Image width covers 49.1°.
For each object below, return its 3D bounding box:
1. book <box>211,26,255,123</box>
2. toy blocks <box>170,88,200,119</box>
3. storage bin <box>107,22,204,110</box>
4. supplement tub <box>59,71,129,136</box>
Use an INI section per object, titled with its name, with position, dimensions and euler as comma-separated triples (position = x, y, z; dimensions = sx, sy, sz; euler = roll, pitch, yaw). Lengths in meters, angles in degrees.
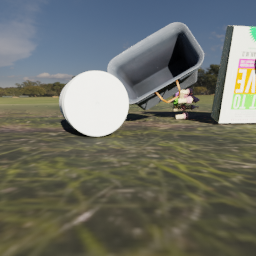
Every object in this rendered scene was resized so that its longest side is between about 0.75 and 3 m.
[book]
position = 3.815, -1.605, 8.697
dimensions = 1.928, 2.886, 0.693
euler = 0, 21, -6
[toy blocks]
position = 2.356, -1.173, 11.207
dimensions = 1.073, 1.191, 1.275
euler = -7, 50, -3
[storage bin]
position = 0.981, -1.496, 8.278
dimensions = 2.491, 1.813, 1.673
euler = -30, -20, 10
[supplement tub]
position = -0.926, -0.602, 6.871
dimensions = 1.448, 1.448, 2.195
euler = -2, 6, -17
